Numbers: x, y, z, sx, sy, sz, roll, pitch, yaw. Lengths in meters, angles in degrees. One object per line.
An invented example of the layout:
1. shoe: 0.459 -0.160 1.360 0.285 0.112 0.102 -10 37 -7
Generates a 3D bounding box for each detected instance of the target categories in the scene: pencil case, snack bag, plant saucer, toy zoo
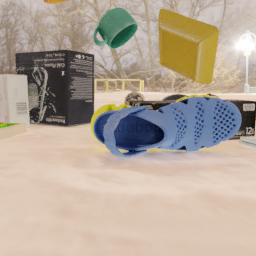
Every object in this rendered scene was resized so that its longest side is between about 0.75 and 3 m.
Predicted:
1. pencil case: 0.328 -1.368 14.365 1.115 0.970 2.493 -11 7 4
2. snack bag: 3.780 0.345 5.361 2.323 0.249 2.190 -3 9 -20
3. plant saucer: 2.078 -2.947 10.730 2.559 2.560 0.620 33 63 29
4. toy zoo: -4.195 0.075 7.065 2.613 0.267 1.714 2 9 9

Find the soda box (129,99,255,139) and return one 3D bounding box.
1. soda box: 1.538 -0.215 6.798 2.929 0.928 1.036 -1 9 -13

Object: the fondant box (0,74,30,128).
1. fondant box: -3.920 -0.872 8.948 0.643 1.592 2.206 -8 12 -43

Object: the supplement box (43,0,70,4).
1. supplement box: -2.398 -4.790 10.038 1.319 0.454 0.439 2 15 21

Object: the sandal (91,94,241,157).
1. sandal: 0.649 0.036 5.064 2.812 1.118 1.224 -8 11 4

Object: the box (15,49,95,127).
1. box: -2.460 -1.347 9.532 2.379 2.338 1.474 5 10 29

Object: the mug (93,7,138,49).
1. mug: -0.521 -3.740 10.314 1.350 1.016 1.643 -41 -7 33

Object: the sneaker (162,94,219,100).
1. sneaker: 2.677 -0.980 11.787 2.517 0.957 1.819 1 6 -3
